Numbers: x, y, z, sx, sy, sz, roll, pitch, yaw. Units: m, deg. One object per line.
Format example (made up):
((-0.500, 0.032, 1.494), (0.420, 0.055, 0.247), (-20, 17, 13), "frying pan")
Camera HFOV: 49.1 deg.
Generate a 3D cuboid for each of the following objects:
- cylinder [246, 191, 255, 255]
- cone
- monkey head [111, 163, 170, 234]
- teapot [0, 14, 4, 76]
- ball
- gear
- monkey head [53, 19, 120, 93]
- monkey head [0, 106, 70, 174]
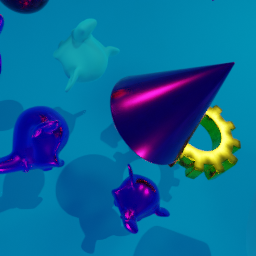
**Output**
((2.224, 1.288, 3.463), (1.157, 1.157, 1.157), (13, 69, 12), "cylinder")
((0.771, -0.441, 3.686), (1.463, 1.469, 1.463), (21, 53, -31), "cone")
((0.190, 1.238, 4.634), (0.763, 0.911, 1.267), (-36, 111, 6), "monkey head")
((-1.968, -0.651, 3.262), (0.887, 1.126, 1.811), (18, 71, 2), "teapot")
((-1.592, -2.183, 4.224), (0.868, 0.868, 0.868), (0, 69, 0), "ball")
((1.196, 0.102, 4.958), (1.627, 0.301, 1.627), (11, 54, -16), "gear")
((-0.712, -1.319, 4.961), (0.902, 1.077, 1.497), (50, 55, -9), "monkey head")
((-1.622, 0.186, 4.612), (1.270, 1.765, 1.063), (-10, 101, -30), "monkey head")
